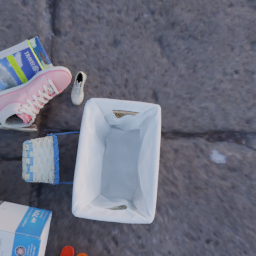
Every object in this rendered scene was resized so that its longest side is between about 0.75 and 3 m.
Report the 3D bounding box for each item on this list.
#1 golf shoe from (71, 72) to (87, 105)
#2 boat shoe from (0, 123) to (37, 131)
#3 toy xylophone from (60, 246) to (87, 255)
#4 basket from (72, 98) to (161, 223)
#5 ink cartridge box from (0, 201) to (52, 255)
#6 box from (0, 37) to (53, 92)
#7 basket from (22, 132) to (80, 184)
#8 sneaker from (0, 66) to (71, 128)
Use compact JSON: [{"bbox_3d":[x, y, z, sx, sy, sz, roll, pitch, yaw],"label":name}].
[{"bbox_3d":[-1.588,-1.263,8.817,0.423,0.525,1.080,7,87,-2],"label":"golf shoe"},{"bbox_3d":[-3.469,-0.150,8.620,1.416,0.509,0.422,6,81,8],"label":"boat shoe"},{"bbox_3d":[-1.131,4.499,7.368,2.789,0.701,2.042,19,72,6],"label":"toy xylophone"},{"bbox_3d":[-0.244,0.903,7.699,2.030,1.847,2.994,5,80,1],"label":"basket"},{"bbox_3d":[-3.453,2.873,6.968,2.652,1.139,1.942,14,109,-3],"label":"ink cartridge box"},{"bbox_3d":[-3.490,-1.593,8.446,2.387,1.456,0.569,-25,45,-5],"label":"box"},{"bbox_3d":[-2.104,0.861,8.058,1.750,1.217,1.543,2,89,-21],"label":"basket"},{"bbox_3d":[-2.672,-0.798,8.165,2.460,0.926,1.286,-25,54,-3],"label":"sneaker"}]
